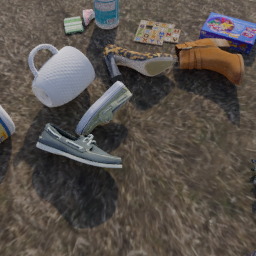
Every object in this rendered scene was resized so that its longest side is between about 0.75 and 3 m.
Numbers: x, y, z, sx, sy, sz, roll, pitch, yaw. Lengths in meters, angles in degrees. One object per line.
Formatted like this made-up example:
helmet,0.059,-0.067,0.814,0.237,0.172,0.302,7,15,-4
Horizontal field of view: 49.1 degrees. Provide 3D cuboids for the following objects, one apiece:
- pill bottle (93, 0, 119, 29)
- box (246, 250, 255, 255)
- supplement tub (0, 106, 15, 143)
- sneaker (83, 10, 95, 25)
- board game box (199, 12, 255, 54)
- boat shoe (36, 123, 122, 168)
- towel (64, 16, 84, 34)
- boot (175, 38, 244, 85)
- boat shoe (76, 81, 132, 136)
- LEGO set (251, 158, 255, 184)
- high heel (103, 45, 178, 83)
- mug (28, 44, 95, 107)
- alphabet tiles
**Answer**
pill bottle,-1.012,-5.788,12.987,1.166,2.104,1.166,0,53,-1
box,3.480,3.839,6.728,1.551,1.025,0.890,28,59,19
supplement tub,-5.072,0.152,8.975,1.676,1.676,2.317,35,61,22
sneaker,-1.908,-5.500,13.815,0.580,0.418,1.110,-9,51,0
board game box,4.717,-4.446,12.988,2.367,0.530,1.592,23,57,16
boat shoe,-1.511,0.579,8.924,2.950,1.074,0.911,15,84,16
towel,-2.662,-5.025,13.664,0.880,0.135,1.154,-12,56,-8
boot,3.234,-2.630,11.413,2.263,1.078,2.925,-6,44,-5
boat shoe,-0.825,-0.592,9.843,0.758,0.879,2.442,40,80,5
LEGO set,4.411,1.427,8.932,1.599,0.453,1.038,-8,56,-22
high heel,0.433,-3.097,11.725,2.914,1.041,2.077,-15,56,-5
mug,-2.634,-1.987,10.252,1.661,2.250,1.972,-2,42,51
alphabet tiles,1.432,-4.504,13.319,2.022,0.076,1.691,11,55,8
